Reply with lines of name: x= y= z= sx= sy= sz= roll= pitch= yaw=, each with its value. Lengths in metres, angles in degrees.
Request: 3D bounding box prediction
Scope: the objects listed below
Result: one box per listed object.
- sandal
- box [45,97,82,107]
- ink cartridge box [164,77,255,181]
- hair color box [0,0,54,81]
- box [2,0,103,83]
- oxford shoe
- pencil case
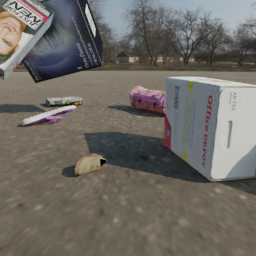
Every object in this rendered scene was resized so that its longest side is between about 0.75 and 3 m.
sandal: x=-2.651 y=-0.331 z=9.564 sx=1.863 sy=0.458 sz=0.758 roll=-19 pitch=5 yaw=-19
box: x=-3.080 y=-1.273 z=13.441 sx=1.548 sy=0.309 sz=1.060 roll=-7 pitch=16 yaw=-24
ink cartridge box: x=1.672 y=-0.142 z=6.018 sx=1.011 sy=1.760 sz=2.424 roll=-2 pitch=14 yaw=-14
hair color box: x=-2.375 y=-1.934 z=5.709 sx=0.865 sy=1.748 sz=0.530 roll=34 pitch=-25 yaw=-13
box: x=-2.538 y=-3.312 z=9.768 sx=2.702 sy=2.724 sz=1.679 roll=-12 pitch=46 yaw=9
oxford shoe: x=-0.727 y=0.722 z=5.561 sx=0.331 sy=0.312 sz=0.885 roll=12 pitch=19 yaw=22
pencil case: x=1.069 y=-1.141 z=11.526 sx=1.062 sy=1.016 sz=2.455 roll=-37 pitch=31 yaw=-23
